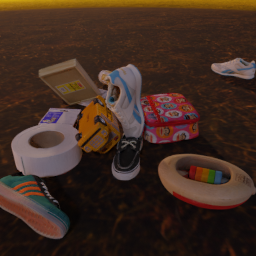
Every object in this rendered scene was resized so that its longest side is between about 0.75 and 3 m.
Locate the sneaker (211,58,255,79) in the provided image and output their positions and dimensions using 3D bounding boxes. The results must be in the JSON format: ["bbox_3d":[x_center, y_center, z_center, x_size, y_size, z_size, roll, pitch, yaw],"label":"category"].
[{"bbox_3d":[5.700,-3.328,15.189,2.299,0.929,0.880,15,34,26],"label":"sneaker"}]

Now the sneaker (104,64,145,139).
[{"bbox_3d":[-0.128,-0.609,8.016,0.933,2.309,0.884,-24,35,-26],"label":"sneaker"}]

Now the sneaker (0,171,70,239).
[{"bbox_3d":[-2.115,1.591,6.427,2.470,0.882,0.987,18,38,31],"label":"sneaker"}]

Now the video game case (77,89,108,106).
[{"bbox_3d":[-1.870,-1.460,12.427,1.798,0.162,1.288,19,44,31],"label":"video game case"}]

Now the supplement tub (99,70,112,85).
[{"bbox_3d":[-0.930,-2.457,13.865,0.690,0.690,0.949,-26,38,-38],"label":"supplement tub"}]

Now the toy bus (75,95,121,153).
[{"bbox_3d":[-0.933,-0.115,8.905,0.920,1.107,2.828,-43,23,12],"label":"toy bus"}]

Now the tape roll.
[{"bbox_3d":[-2.391,0.612,8.366,1.993,0.697,1.993,0,29,0],"label":"tape roll"}]

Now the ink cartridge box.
[{"bbox_3d":[-2.494,-0.334,10.479,1.279,0.280,1.291,3,32,5],"label":"ink cartridge box"}]

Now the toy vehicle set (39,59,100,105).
[{"bbox_3d":[-2.151,-1.674,10.760,1.450,2.334,0.309,-13,65,12],"label":"toy vehicle set"}]

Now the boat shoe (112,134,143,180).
[{"bbox_3d":[-0.001,0.618,8.307,0.811,0.730,2.294,3,29,7],"label":"boat shoe"}]

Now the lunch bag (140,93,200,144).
[{"bbox_3d":[1.185,-0.386,9.943,2.180,1.014,2.475,-7,28,-5],"label":"lunch bag"}]

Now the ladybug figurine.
[{"bbox_3d":[1.871,1.359,6.886,2.318,0.834,1.573,12,32,21],"label":"ladybug figurine"}]
